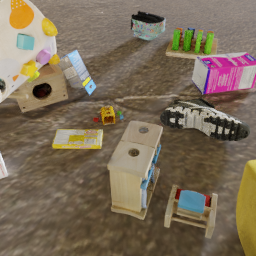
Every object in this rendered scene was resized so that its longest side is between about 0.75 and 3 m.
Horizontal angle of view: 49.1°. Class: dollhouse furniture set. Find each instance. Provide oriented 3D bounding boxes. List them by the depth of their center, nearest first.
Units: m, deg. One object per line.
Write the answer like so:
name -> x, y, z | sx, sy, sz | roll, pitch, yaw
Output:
dollhouse furniture set -> 1.028, 1.203, 7.090 | 2.538, 1.789, 1.779 | 11, 41, 15

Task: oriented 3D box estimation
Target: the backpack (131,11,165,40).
backpack -> 1.174, -5.724, 15.701 | 1.782, 1.341, 1.582 | 18, 41, 28

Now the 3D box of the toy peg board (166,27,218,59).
toy peg board -> 3.443, -4.704, 14.596 | 2.491, 1.218, 2.481 | 11, 41, 12

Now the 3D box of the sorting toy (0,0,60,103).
sorting toy -> -3.500, -2.004, 8.610 | 1.585, 2.966, 2.670 | 29, 66, 3

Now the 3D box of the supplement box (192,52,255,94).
supplement box -> 4.088, -2.327, 11.782 | 2.348, 1.213, 1.188 | -7, 39, -11

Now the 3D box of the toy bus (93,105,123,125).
toy bus -> -0.745, -0.566, 10.202 | 0.997, 0.515, 0.941 | 23, 45, 25

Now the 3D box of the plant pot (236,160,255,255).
plant pot -> 3.608, 1.808, 6.243 | 2.152, 2.138, 2.201 | -3, 31, -3

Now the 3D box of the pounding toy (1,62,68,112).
pounding toy -> -3.874, -1.339, 10.496 | 2.955, 1.352, 2.596 | -20, 45, -19

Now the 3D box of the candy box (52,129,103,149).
candy box -> -1.653, 0.362, 9.330 | 1.569, 0.207, 0.802 | 1, 37, 0

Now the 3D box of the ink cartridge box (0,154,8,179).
ink cartridge box -> -4.046, 1.134, 8.064 | 0.885, 0.649, 0.646 | -19, 44, -23

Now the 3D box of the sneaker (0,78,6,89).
sneaker -> -4.982, -2.099, 11.946 | 1.688, 0.655, 0.729 | 2, 37, 2

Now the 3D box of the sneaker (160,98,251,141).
sneaker -> 2.703, -0.436, 9.678 | 2.971, 0.987, 1.344 | 13, 45, 18

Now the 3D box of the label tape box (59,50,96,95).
label tape box -> -2.026, -2.150, 11.263 | 0.542, 1.714, 1.236 | -21, 20, 16
